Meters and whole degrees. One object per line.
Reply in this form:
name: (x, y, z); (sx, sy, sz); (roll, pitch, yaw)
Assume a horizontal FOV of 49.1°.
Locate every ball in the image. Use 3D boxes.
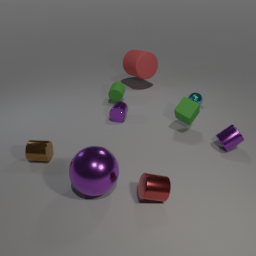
ball: (-0.946, 1.199, 7.868); (1.400, 1.400, 1.400); (0, 29, 0)
ball: (3.140, -1.311, 13.102); (0.700, 0.700, 0.700); (0, 29, 0)

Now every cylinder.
cylinder: (0.649, -3.410, 14.949); (1.400, 1.400, 1.400); (-16, 27, -27)
cylinder: (-0.390, -0.699, 11.987); (0.700, 0.700, 0.700); (5, 30, 9)
cylinder: (-2.954, 0.759, 9.357); (0.700, 0.700, 0.700); (2, 29, 4)
cylinder: (3.578, 0.343, 9.844); (0.700, 0.700, 0.700); (-37, 27, 12)
cylinder: (0.711, 1.618, 7.653); (0.700, 0.700, 0.700); (11, 27, -14)
cylinder: (-0.527, -1.736, 13.408); (0.700, 0.700, 0.700); (6, 42, 10)

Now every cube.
cube: (2.280, -0.652, 10.809); (0.700, 0.700, 0.700); (33, 79, 23)
